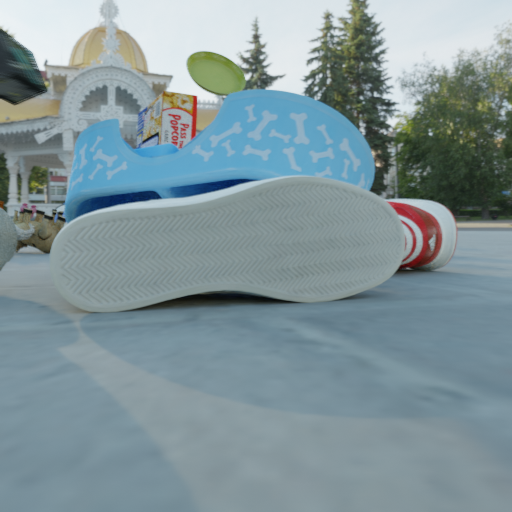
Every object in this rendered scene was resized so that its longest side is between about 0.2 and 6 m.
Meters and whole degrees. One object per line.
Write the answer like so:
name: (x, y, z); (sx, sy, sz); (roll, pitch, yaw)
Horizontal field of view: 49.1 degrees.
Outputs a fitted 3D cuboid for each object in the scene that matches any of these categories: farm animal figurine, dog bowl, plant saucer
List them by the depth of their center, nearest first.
dog bowl: (-0.552, -0.593, 6.113); (3.594, 0.891, 2.003); (-4, -35, 27)
plant saucer: (-0.898, -3.942, 12.243); (1.365, 1.365, 0.212); (-2, -33, -27)
farm animal figurine: (-4.911, -0.508, 12.368); (1.995, 1.052, 2.018); (18, 6, 37)

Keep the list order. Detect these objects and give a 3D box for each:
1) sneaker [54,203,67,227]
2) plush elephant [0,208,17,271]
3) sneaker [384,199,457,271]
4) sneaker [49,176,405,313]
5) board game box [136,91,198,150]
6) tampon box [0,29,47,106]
sneaker: (-3.872, -0.617, 14.825); (3.093, 1.171, 1.191); (1, 28, -9)
plush elephant: (-3.470, -0.714, 4.917); (2.206, 2.347, 2.849); (-16, 39, -24)
sneaker: (0.906, -0.441, 8.021); (1.947, 1.320, 3.370); (-1, 2, -38)
sneaker: (-0.288, -0.169, 5.067); (2.899, 1.068, 1.675); (-2, 7, -17)
board game box: (-1.902, -1.529, 11.281); (0.703, 3.035, 2.299); (2, 3, -23)
tampon box: (-4.608, -3.454, 10.334); (0.752, 0.892, 1.191); (-21, -3, 6)
